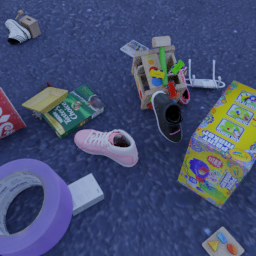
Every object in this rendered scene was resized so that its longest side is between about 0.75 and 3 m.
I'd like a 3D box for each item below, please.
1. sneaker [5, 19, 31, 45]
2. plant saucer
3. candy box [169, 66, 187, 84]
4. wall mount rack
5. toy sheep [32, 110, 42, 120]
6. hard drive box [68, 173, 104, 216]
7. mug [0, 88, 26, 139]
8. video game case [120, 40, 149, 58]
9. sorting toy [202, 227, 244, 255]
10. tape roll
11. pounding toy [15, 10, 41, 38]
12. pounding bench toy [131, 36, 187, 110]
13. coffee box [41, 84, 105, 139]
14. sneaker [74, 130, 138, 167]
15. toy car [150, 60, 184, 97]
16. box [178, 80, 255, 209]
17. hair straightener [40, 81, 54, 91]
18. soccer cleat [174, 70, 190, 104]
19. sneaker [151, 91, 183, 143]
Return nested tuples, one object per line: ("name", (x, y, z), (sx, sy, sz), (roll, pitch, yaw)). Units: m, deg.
("sneaker", (-5.749, -4.746, 13.878), (1.739, 0.656, 1.001), (34, 61, 21))
("plant saucer", (-3.023, -0.986, 10.374), (1.346, 0.326, 1.345), (16, 48, 41))
("candy box", (1.579, -2.541, 12.358), (1.750, 0.494, 1.021), (29, 63, 21))
("wall mount rack", (3.254, -2.308, 12.105), (1.880, 0.701, 1.633), (4, 38, 1))
("toy sheep", (-3.464, -0.697, 11.023), (0.610, 0.610, 0.885), (-11, 68, -8))
("hard drive box", (-1.460, 2.127, 9.024), (1.124, 0.432, 0.876), (-26, 58, -18))
("mug", (-5.285, -0.075, 10.210), (2.523, 2.240, 1.683), (-34, 97, -18))
("video game case", (0.315, -3.791, 13.523), (1.033, 0.119, 0.942), (37, 62, 25))
("sorting toy", (2.906, 3.618, 8.094), (0.946, 0.188, 1.279), (-30, 59, -20))
("tape roll", (-3.052, 2.324, 8.183), (2.661, 1.131, 2.661), (-5, 57, 8))
("pounding toy", (-5.021, -5.310, 13.908), (1.108, 1.261, 0.577), (31, 59, 20))
("pounding bench toy", (1.190, -1.943, 10.450), (1.558, 2.508, 1.956), (-12, 75, -7))
("coffee box", (-2.098, -0.672, 10.863), (2.149, 0.473, 1.322), (-35, 76, -22))
("sneaker", (-0.802, 0.415, 9.748), (2.505, 1.310, 0.943), (21, 59, 16))
("toy car", (1.493, -1.860, 9.777), (1.256, 0.280, 1.182), (43, 86, -11))
("box", (3.094, 0.565, 8.711), (1.682, 2.758, 2.656), (31, 60, 21))
("hair straightener", (-3.077, -1.198, 11.548), (0.726, 0.386, 1.888), (-38, 67, -23))
("soccer cleat", (2.189, -1.743, 11.385), (0.526, 0.603, 1.578), (-11, 83, -9))
("sneaker", (1.492, -0.147, 9.565), (0.774, 2.188, 1.085), (-28, 31, -3))
